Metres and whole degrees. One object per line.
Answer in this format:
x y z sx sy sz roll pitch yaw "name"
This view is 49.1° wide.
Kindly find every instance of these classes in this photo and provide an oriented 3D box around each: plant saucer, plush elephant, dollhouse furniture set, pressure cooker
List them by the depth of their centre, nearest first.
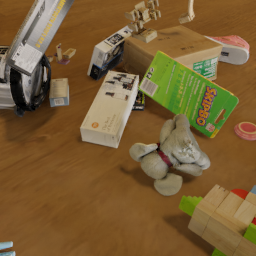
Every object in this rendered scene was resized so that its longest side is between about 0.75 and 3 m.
0.980 0.697 6.837 1.497 1.593 1.934 -30 -3 19 "plush elephant"
0.339 -2.816 7.336 0.835 0.953 0.633 -37 47 -16 "dollhouse furniture set"
3.603 0.059 8.434 0.755 0.191 0.755 0 39 0 "plant saucer"
-3.625 -1.607 9.005 2.332 2.051 2.083 6 30 6 "pressure cooker"
-2.886 -3.450 12.187 0.929 0.832 1.173 13 41 15 "dollhouse furniture set"

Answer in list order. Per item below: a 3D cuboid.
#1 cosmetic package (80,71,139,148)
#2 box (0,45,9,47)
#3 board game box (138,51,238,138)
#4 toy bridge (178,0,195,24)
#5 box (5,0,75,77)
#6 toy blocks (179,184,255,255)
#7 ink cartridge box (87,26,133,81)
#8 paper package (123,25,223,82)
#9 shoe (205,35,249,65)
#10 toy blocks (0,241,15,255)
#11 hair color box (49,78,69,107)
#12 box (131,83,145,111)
-0.481 -0.677 8.608 1.080 0.663 2.617 10 50 12 "cosmetic package"
-5.393 -2.638 11.388 2.453 0.610 2.435 4 40 4 "box"
1.756 -1.050 8.527 2.916 1.393 0.437 39 23 25 "board game box"
1.690 -4.953 9.533 0.928 2.761 0.376 3 48 44 "toy bridge"
-2.048 -2.686 6.774 0.637 2.637 2.088 29 8 -28 "box"
2.496 1.884 5.636 2.502 1.250 1.710 29 36 29 "toy blocks"
-0.511 -3.132 11.302 0.557 1.414 2.844 33 48 7 "ink cartridge box"
1.645 -2.643 10.730 2.796 1.446 2.665 -20 44 -24 "paper package"
3.975 -3.586 12.335 2.667 0.953 1.213 19 41 14 "shoe"
-3.214 2.172 5.459 1.952 0.709 1.627 -8 41 -9 "toy blocks"
-2.423 -1.279 9.908 0.622 0.381 1.257 -6 41 -7 "hair color box"
-0.087 -1.132 9.779 1.356 0.334 1.404 3 39 1 "box"
